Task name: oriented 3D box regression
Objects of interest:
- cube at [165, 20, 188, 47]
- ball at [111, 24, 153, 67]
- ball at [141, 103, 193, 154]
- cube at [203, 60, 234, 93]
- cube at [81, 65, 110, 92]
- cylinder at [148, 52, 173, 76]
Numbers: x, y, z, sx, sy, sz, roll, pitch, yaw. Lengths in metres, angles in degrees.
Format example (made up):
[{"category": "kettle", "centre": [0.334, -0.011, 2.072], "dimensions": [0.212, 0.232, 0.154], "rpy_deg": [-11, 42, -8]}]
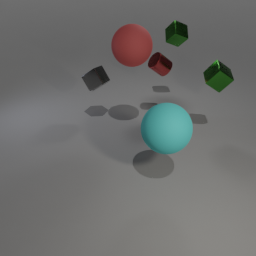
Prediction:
[{"category": "cube", "centre": [2.086, -4.045, 12.027], "dimensions": [0.700, 0.700, 0.700], "rpy_deg": [11, -21, -28]}, {"category": "ball", "centre": [0.134, -2.789, 9.495], "dimensions": [1.400, 1.400, 1.400], "rpy_deg": [0, 30, 0]}, {"category": "ball", "centre": [1.046, 0.015, 7.627], "dimensions": [1.400, 1.400, 1.400], "rpy_deg": [0, 30, 0]}, {"category": "cube", "centre": [3.204, -1.837, 9.947], "dimensions": [0.700, 0.700, 0.700], "rpy_deg": [28, 41, -21]}, {"category": "cube", "centre": [-1.260, -1.946, 11.029], "dimensions": [0.700, 0.700, 0.700], "rpy_deg": [-25, 10, 29]}, {"category": "cylinder", "centre": [1.258, -2.493, 10.968], "dimensions": [0.700, 0.700, 0.700], "rpy_deg": [27, 16, -32]}]
